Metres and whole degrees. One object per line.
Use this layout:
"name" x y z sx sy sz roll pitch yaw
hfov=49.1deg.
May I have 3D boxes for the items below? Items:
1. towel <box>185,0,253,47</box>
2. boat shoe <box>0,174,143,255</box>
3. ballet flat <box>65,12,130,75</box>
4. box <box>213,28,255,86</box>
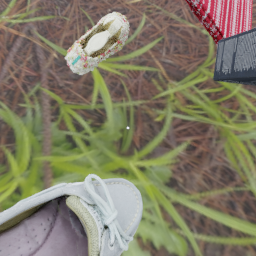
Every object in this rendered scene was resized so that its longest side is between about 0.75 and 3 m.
"towel" 1.552 -2.509 4.907 0.336 2.989 2.161 -5 66 40
"boat shoe" -0.640 0.973 2.283 2.604 0.835 0.960 -7 67 -49
"ballet flat" -0.415 -1.676 5.244 0.716 0.605 1.894 42 58 -13
"box" 1.792 -0.892 3.678 0.845 1.138 0.609 5 97 -11
